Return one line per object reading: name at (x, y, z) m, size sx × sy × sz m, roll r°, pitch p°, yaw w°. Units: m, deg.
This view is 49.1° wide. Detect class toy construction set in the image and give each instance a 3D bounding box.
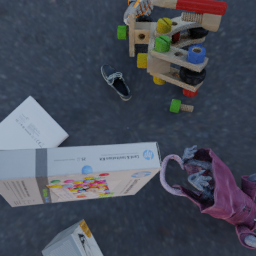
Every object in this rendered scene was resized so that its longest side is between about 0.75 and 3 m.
toy construction set at (0.738, -2.088, 6.408) m, size 2.292 × 2.983 × 2.488 m, roll 11°, pitch 75°, yaw 6°

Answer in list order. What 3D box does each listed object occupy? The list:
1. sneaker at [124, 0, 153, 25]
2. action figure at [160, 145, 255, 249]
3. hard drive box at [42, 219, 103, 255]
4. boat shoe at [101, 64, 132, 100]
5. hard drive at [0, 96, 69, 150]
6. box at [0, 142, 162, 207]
sneaker at (0.364, -3.641, 7.615) m, size 0.741 × 0.750 × 1.918 m, roll 27°, pitch 81°, yaw 18°
action figure at (2.348, 1.857, 6.546) m, size 2.989 × 2.226 × 2.002 m, roll 39°, pitch 55°, yaw -21°
hard drive box at (-0.974, 3.256, 6.331) m, size 0.758 × 1.538 × 1.974 m, roll -29°, pitch 85°, yaw -4°
boat shoe at (-0.321, -1.248, 7.447) m, size 0.438 × 0.362 × 1.171 m, roll -31°, pitch 84°, yaw -3°
hard drive at (-2.853, 0.450, 7.286) m, size 2.212 × 0.281 × 1.459 m, roll -44°, pitch 85°, yaw -5°
box at (-0.849, 0.828, 4.731) m, size 2.368 × 1.846 × 0.487 m, roll -3°, pitch 65°, yaw -15°
